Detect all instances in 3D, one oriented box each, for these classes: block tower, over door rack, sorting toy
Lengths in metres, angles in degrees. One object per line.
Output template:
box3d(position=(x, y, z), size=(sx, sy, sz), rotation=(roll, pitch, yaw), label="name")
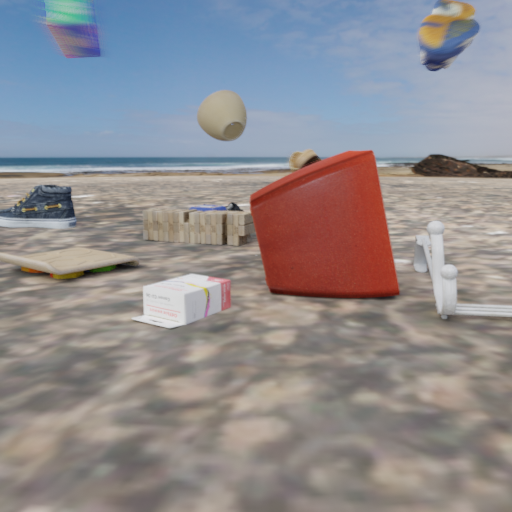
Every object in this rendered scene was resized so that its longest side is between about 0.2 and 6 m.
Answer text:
box3d(position=(-1.365, -0.682, 12.785), size=(2.651, 0.716, 0.766), rotation=(4, 10, 22), label="block tower")
box3d(position=(3.614, 0.027, 7.850), size=(2.517, 1.135, 3.407), rotation=(3, 11, 10), label="over door rack")
box3d(position=(-3.212, 0.124, 9.669), size=(1.668, 0.329, 1.802), rotation=(8, 9, 38), label="sorting toy")

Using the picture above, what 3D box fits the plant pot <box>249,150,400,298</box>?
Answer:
box3d(position=(0.888, -0.393, 8.413), size=(1.771, 2.009, 2.008), rotation=(-13, 10, 2), label="plant pot")

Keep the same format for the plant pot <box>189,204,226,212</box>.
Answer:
box3d(position=(-1.186, -0.861, 13.691), size=(0.834, 0.750, 0.834), rotation=(5, 13, 24), label="plant pot")

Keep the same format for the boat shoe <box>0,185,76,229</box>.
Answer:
box3d(position=(-6.156, -1.395, 15.410), size=(2.568, 1.166, 0.909), rotation=(2, 11, 11), label="boat shoe")

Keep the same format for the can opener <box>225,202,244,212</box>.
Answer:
box3d(position=(-1.066, -1.326, 17.298), size=(1.649, 0.648, 0.523), rotation=(5, 50, 39), label="can opener")

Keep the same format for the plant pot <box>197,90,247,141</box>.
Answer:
box3d(position=(-0.730, -3.316, 13.833), size=(1.250, 1.250, 0.839), rotation=(-6, 49, -31), label="plant pot")

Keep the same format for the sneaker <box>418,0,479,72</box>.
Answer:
box3d(position=(2.791, -3.095, 8.266), size=(0.773, 0.905, 2.054), rotation=(20, 40, 14), label="sneaker")

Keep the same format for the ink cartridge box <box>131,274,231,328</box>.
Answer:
box3d(position=(-0.924, 0.542, 7.000), size=(0.686, 0.398, 1.178), rotation=(7, 12, 32), label="ink cartridge box")

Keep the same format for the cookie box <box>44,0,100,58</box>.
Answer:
box3d(position=(-2.217, -3.146, 6.658), size=(0.466, 1.241, 1.061), rotation=(-7, 0, -8), label="cookie box")

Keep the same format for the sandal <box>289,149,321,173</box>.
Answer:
box3d(position=(0.822, -1.648, 9.773), size=(0.578, 0.519, 1.577), rotation=(-39, -12, 4), label="sandal")
